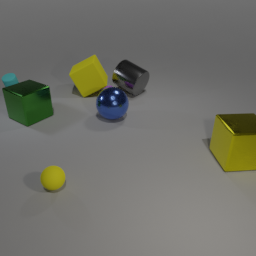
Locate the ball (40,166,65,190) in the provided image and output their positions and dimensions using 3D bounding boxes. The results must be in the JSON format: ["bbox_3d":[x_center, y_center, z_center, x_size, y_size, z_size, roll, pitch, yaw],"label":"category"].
[{"bbox_3d":[-2.162,1.435,8.069,0.700,0.700,0.700,0,29,0],"label":"ball"}]

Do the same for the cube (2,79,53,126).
[{"bbox_3d":[-4.272,-1.117,12.051,1.400,1.400,1.400,20,35,32],"label":"cube"}]

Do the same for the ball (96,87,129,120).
[{"bbox_3d":[-0.664,-1.041,11.897,1.400,1.400,1.400,0,29,0],"label":"ball"}]

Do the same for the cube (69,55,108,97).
[{"bbox_3d":[-1.982,-2.677,14.365,1.400,1.400,1.400,-25,28,11],"label":"cube"}]

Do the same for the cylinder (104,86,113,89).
[{"bbox_3d":[-0.795,-1.568,13.429,0.700,0.700,0.700,-19,47,-30],"label":"cylinder"}]

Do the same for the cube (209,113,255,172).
[{"bbox_3d":[3.697,0.440,9.236,1.400,1.400,1.400,-2,29,-6],"label":"cube"}]

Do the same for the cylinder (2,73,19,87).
[{"bbox_3d":[-5.987,-2.334,14.338,0.700,0.700,0.700,-4,47,4],"label":"cylinder"}]

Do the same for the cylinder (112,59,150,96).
[{"bbox_3d":[0.148,-2.573,14.329,1.400,1.400,1.400,34,41,20],"label":"cylinder"}]
